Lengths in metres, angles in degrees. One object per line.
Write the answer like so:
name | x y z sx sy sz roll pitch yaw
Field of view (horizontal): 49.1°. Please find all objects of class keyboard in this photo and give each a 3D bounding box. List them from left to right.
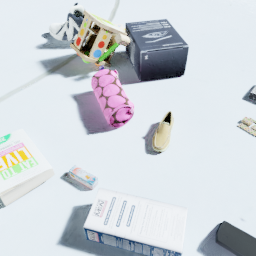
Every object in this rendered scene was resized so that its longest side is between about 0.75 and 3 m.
keyboard | 2.998 3.079 6.234 2.317 0.459 1.206 26 27 26

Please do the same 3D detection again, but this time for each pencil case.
pencil case | -0.539 -1.127 9.899 1.127 1.092 2.405 -23 51 -3

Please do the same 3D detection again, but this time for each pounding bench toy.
pounding bench toy | -1.095 -3.389 11.601 1.440 1.809 2.319 6 32 -44

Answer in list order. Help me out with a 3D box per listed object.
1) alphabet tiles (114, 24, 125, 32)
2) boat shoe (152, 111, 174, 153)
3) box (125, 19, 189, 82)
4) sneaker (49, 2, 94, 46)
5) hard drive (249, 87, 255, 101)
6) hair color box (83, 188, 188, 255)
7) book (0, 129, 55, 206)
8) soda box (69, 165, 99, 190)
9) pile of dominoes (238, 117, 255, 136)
alphabet tiles | -0.872 -5.098 14.653 1.729 0.126 1.691 5 45 4
boat shoe | 1.142 0.056 9.034 0.577 0.614 1.611 10 45 11
box | 1.113 -3.390 11.969 2.013 1.419 2.720 -9 45 -9
sneaker | -2.690 -5.149 13.450 2.885 1.877 1.151 27 49 25
hard drive | 5.616 -1.185 10.521 1.707 0.323 1.193 32 53 27
hair color box | 0.211 2.291 6.697 2.254 0.682 1.127 11 45 11
book | -3.316 0.991 8.164 1.502 0.540 2.249 -29 46 -27
soda box | -1.252 1.383 7.907 0.860 0.294 0.274 25 49 23
pile of dominoes | 4.285 -0.056 9.469 0.714 0.146 0.916 -31 51 -29
